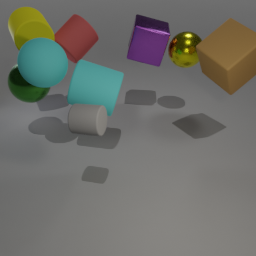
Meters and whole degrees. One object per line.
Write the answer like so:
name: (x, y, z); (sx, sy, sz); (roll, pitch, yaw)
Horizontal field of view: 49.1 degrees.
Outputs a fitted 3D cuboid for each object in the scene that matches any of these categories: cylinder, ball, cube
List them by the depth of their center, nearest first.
cylinder: (-0.908, -0.187, 6.387); (0.700, 0.700, 0.700); (5, 30, 14)
ball: (-2.448, -1.873, 8.084); (1.400, 1.400, 1.400); (0, 30, 0)
cylinder: (-0.989, -1.220, 8.609); (1.400, 1.400, 1.400); (17, 29, -5)
cube: (3.171, -2.184, 8.653); (1.400, 1.400, 1.400); (-40, 56, 1)
ball: (-3.364, -1.563, 9.590); (1.400, 1.400, 1.400); (0, 30, 0)
cylinder: (-3.588, -3.555, 10.376); (1.400, 1.400, 1.400); (-14, 45, -23)
ball: (2.299, -3.095, 11.120); (1.400, 1.400, 1.400); (0, 30, 0)
cube: (0.812, -3.559, 11.390); (1.400, 1.400, 1.400); (13, 39, -6)
cylinder: (-2.169, -3.636, 11.487); (1.400, 1.400, 1.400); (-50, 45, -7)
